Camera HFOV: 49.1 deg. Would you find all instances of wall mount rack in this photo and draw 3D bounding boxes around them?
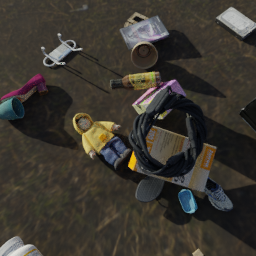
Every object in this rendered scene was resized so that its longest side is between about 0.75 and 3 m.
[{"bbox_3d":[-2.844,-3.303,12.183,1.533,0.658,1.764,37,71,16],"label":"wall mount rack"}]

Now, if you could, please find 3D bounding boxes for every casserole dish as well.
[{"bbox_3d":[2.046,2.531,9.645,0.501,0.160,0.827,-16,65,-8],"label":"casserole dish"}]

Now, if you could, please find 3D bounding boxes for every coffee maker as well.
[{"bbox_3d":[5.148,-0.212,9.984,1.373,1.958,2.038,-35,66,2],"label":"coffee maker"}]

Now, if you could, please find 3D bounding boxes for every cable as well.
[{"bbox_3d":[1.196,0.270,7.967,2.237,0.697,2.742,45,61,-20],"label":"cable"}]

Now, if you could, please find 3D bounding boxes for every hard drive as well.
[{"bbox_3d":[5.083,-4.913,13.159,1.139,0.308,1.630,-38,71,-16],"label":"hard drive"}]

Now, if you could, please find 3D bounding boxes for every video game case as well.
[{"bbox_3d":[0.736,-4.323,12.722,1.927,0.183,1.377,-21,62,-3],"label":"video game case"}]

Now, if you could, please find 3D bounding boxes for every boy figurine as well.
[{"bbox_3d":[-0.983,0.328,10.353,2.594,0.836,1.613,43,74,16],"label":"boy figurine"}]

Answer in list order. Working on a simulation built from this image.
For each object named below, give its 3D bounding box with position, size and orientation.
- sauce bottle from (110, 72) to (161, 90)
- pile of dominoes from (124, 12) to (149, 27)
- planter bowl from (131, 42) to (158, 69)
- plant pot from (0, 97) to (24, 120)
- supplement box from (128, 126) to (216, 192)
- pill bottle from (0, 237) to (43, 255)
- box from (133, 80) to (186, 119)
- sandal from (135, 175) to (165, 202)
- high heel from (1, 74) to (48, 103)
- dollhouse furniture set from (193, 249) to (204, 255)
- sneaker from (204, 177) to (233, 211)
[{"bbox_3d":[0.281,-1.706,10.443,1.857,0.601,0.601,-8,64,1],"label":"sauce bottle"},{"bbox_3d":[0.564,-4.820,13.233,1.396,0.222,1.088,35,73,24],"label":"pile of dominoes"},{"bbox_3d":[0.683,-3.215,11.990,1.125,1.125,0.757,-1,38,0],"label":"planter bowl"},{"bbox_3d":[-4.614,-0.680,10.887,0.777,0.827,0.827,-16,64,9],"label":"plant pot"},{"bbox_3d":[1.444,0.968,9.245,2.472,0.909,1.558,18,86,-8],"label":"supplement box"},{"bbox_3d":[-2.900,4.282,8.272,2.147,1.119,1.119,40,70,18],"label":"pill bottle"},{"bbox_3d":[1.140,-1.037,10.539,1.348,1.532,0.741,-43,109,-18],"label":"box"},{"bbox_3d":[0.964,1.833,9.897,0.763,0.429,2.006,36,60,8],"label":"sandal"},{"bbox_3d":[-4.264,-1.593,11.382,1.875,0.632,0.901,-18,71,-23],"label":"high heel"},{"bbox_3d":[1.973,4.835,8.091,1.960,0.957,1.672,-35,70,-15],"label":"dollhouse furniture set"},{"bbox_3d":[2.972,2.215,9.526,0.572,0.632,1.484,-41,74,-17],"label":"sneaker"}]
